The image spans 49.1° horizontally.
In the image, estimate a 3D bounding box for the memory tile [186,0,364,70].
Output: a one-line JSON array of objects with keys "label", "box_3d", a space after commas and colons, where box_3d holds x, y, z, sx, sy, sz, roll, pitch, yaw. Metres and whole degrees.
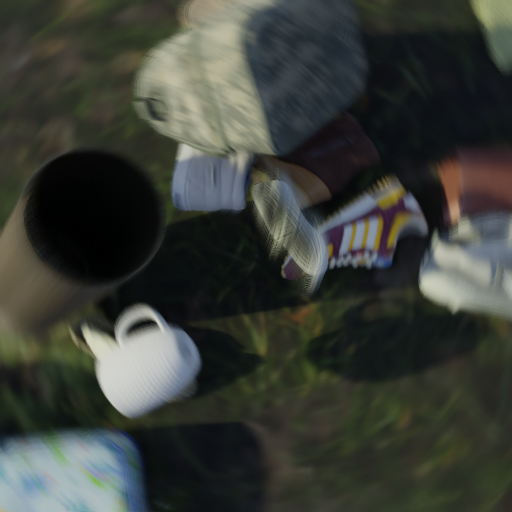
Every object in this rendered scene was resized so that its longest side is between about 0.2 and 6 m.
[{"label": "memory tile", "box_3d": [0.337, -4.125, 10.820, 2.394, 0.262, 3.124, -35, 87, -3]}]

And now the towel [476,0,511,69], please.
[{"label": "towel", "box_3d": [4.967, -4.437, 10.837, 1.141, 0.281, 1.538, -15, 85, -2]}]

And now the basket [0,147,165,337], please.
[{"label": "basket", "box_3d": [-3.184, 0.036, 9.028, 2.023, 2.682, 2.974, 42, 131, -15]}]

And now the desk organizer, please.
[{"label": "desk organizer", "box_3d": [5.037, -1.224, 10.208, 3.089, 1.108, 1.189, -1, 84, 0]}]

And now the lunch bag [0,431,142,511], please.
[{"label": "lunch bag", "box_3d": [-3.410, 4.323, 9.784, 2.718, 1.121, 2.185, -9, 85, -1]}]

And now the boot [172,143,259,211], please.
[{"label": "boot", "box_3d": [-0.585, -1.951, 9.967, 1.333, 1.026, 2.789, 5, 62, 4]}]

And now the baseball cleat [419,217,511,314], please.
[{"label": "baseball cleat", "box_3d": [4.690, 0.321, 9.733, 3.438, 1.830, 1.199, 6, 44, 0]}]

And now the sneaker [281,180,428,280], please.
[{"label": "sneaker", "box_3d": [1.792, -0.186, 10.148, 2.778, 1.041, 1.251, -35, 80, -2]}]

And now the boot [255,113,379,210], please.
[{"label": "boot", "box_3d": [0.930, -2.132, 10.431, 1.881, 0.818, 2.261, -35, 82, -7]}]

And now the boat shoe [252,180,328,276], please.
[{"label": "boat shoe", "box_3d": [0.429, -0.377, 7.916, 0.560, 0.505, 1.585, -48, 63, 39]}]

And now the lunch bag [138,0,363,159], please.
[{"label": "lunch bag", "box_3d": [-0.086, -3.001, 8.916, 3.059, 2.566, 2.132, -45, 131, -36]}]

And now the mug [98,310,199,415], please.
[{"label": "mug", "box_3d": [-1.648, 1.531, 8.646, 1.262, 1.062, 1.439, -28, 74, 13]}]

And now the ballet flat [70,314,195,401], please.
[{"label": "ballet flat", "box_3d": [-2.286, 1.887, 10.046, 2.532, 0.953, 0.859, 32, 87, 2]}]
